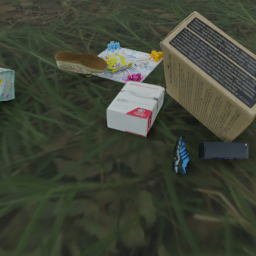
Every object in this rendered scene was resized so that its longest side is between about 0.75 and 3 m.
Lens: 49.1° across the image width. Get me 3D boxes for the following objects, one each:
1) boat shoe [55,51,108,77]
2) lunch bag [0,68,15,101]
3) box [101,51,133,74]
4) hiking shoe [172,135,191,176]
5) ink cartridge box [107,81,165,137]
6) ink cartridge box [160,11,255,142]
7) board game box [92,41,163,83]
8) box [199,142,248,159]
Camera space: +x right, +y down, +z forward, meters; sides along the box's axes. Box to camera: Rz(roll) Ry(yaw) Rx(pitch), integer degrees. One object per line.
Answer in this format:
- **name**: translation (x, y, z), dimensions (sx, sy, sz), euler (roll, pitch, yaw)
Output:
- **boat shoe**: translation (-1.659, -2.298, 10.162), dimensions (1.929, 0.605, 0.707), euler (15, 57, 7)
- **lunch bag**: translation (-4.653, -1.352, 8.517), dimensions (1.672, 1.197, 1.963), euler (7, 14, 4)
- **box**: translation (-0.481, -2.528, 10.815), dimensions (1.211, 0.293, 0.710), euler (-25, 68, -33)
- **hiking shoe**: translation (1.381, 0.680, 7.074), dimensions (0.429, 0.368, 0.989), euler (10, 78, 0)
- **ink cartridge box**: translation (0.272, -0.647, 8.573), dimensions (1.256, 0.721, 1.729), euler (14, 41, 16)
- **ink cartridge box**: translation (2.019, -0.966, 6.633), dimensions (1.071, 2.852, 2.350), euler (-44, 73, -2)
- **board game box**: translation (-0.204, -2.719, 11.376), dimensions (2.560, 0.331, 2.560), euler (19, 43, 20)
- **box**: translation (2.373, 0.576, 7.059), dimensions (1.039, 0.733, 0.410), euler (1, 80, 4)
